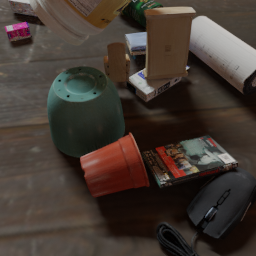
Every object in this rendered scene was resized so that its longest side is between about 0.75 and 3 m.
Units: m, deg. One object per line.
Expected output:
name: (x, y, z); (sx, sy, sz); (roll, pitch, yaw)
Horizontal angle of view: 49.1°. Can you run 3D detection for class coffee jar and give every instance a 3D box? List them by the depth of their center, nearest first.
coffee jar: (0.423, -4.781, 11.163); (1.016, 0.832, 1.949); (-38, 59, -20)

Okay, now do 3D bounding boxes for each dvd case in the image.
dvd case: (1.397, 0.736, 6.614); (1.841, 0.203, 1.344); (-14, 29, -10)

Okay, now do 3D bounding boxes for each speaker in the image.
speaker: (3.051, -2.382, 8.921); (1.204, 1.204, 2.965); (-24, 53, -19)

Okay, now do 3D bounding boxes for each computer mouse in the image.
computer mouse: (2.116, 1.889, 5.679); (2.760, 0.635, 1.938); (-32, 56, -24)

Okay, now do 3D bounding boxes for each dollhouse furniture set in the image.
dollhouse furniture set: (0.497, -3.079, 8.830); (2.752, 1.902, 2.915); (-6, 40, -5)

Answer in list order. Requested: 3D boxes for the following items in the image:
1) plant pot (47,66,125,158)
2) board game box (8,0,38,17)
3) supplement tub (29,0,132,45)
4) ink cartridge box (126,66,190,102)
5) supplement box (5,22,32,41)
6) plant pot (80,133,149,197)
plant pot: (-1.096, -0.542, 7.087); (2.034, 1.632, 2.034); (0, 49, 0)
board game box: (-3.143, -5.663, 12.076); (2.723, 0.593, 2.736); (15, 52, 13)
supplement tub: (-0.881, -3.686, 6.956); (2.865, 2.069, 2.069); (-37, 46, 25)
ink cartridge box: (0.956, -1.597, 8.805); (1.905, 0.373, 0.947); (-33, 57, -23)
supplement box: (-4.093, -3.594, 10.451); (0.825, 0.418, 0.427); (-19, 52, -15)
plant pot: (-0.328, 0.895, 6.226); (1.239, 1.274, 1.274); (-19, 52, -5)
